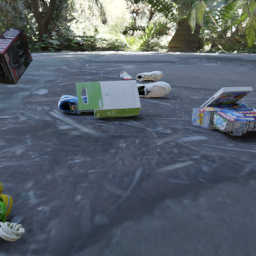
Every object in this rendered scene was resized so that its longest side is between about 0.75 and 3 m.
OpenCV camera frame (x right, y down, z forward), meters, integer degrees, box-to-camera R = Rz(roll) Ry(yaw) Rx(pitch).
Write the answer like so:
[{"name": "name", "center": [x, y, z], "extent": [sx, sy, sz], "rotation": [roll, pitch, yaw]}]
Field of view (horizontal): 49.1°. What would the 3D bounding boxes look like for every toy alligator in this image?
[{"name": "toy alligator", "center": [-2.339, 1.328, 4.542], "extent": [0.780, 0.566, 2.354], "rotation": [26, -2, -40]}]

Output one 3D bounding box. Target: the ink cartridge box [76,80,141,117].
[{"name": "ink cartridge box", "center": [-0.747, -1.079, 10.483], "extent": [2.285, 1.186, 0.678], "rotation": [-4, -22, -12]}]

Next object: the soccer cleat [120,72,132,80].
[{"name": "soccer cleat", "center": [-0.142, -3.544, 19.006], "extent": [0.408, 0.504, 1.168], "rotation": [-13, 23, -35]}]

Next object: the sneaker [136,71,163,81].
[{"name": "sneaker", "center": [1.355, -3.348, 18.374], "extent": [1.711, 0.630, 0.989], "rotation": [2, 18, 37]}]

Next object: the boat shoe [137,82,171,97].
[{"name": "boat shoe", "center": [1.024, -1.803, 13.710], "extent": [2.088, 0.768, 0.682], "rotation": [-3, 20, 25]}]

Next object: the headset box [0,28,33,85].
[{"name": "headset box", "center": [-3.875, -2.316, 9.216], "extent": [0.636, 1.225, 1.646], "rotation": [6, 47, 6]}]

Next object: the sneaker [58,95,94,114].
[{"name": "sneaker", "center": [-1.863, -0.899, 11.026], "extent": [1.895, 0.701, 0.780], "rotation": [-2, 23, 10]}]

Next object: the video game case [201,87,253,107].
[{"name": "video game case", "center": [3.277, -0.893, 9.845], "extent": [1.280, 0.161, 1.787], "rotation": [-4, -23, -24]}]

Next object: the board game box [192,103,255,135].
[{"name": "board game box", "center": [3.263, -0.266, 9.142], "extent": [2.053, 0.634, 2.055], "rotation": [-3, 19, -5]}]
